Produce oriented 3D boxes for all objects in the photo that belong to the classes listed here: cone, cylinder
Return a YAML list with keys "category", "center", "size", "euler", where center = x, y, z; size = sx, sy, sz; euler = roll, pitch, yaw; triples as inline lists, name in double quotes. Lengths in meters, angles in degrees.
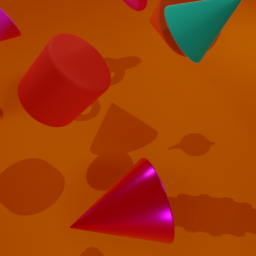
- category: "cone"
  center: [1.373, -1.825, 4.568]
  size: [1.114, 1.109, 1.109]
  euler: [-27, 39, 34]
- category: "cylinder"
  center: [-1.128, -0.808, 4.959]
  size: [1.208, 1.208, 1.208]
  euler: [28, 44, -31]
- category: "cone"
  center: [-3.174, -2.118, 6.254]
  size: [1.051, 1.051, 1.055]
  euler: [34, 77, 25]
- category: "cone"
  center: [-0.185, 1.143, 3.773]
  size: [1.211, 1.206, 1.206]
  euler: [-15, 51, -13]
- category: "cone"
  center: [0.909, -2.414, 6.158]
  size: [1.636, 1.636, 1.642]
  euler: [-26, 25, -20]

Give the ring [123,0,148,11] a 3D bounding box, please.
- category: "ring"
  center: [0.006, -3.160, 6.282]
  size: [0.236, 1.181, 1.181]
  euler: [-42, 59, -4]
